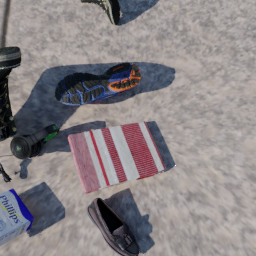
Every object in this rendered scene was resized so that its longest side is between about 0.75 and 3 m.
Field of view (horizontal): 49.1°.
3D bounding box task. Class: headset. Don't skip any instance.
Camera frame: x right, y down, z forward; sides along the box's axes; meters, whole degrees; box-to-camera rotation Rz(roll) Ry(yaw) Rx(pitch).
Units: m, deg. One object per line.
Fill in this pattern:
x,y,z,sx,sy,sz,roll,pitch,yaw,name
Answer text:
-2.551,0.593,7.235,1.851,1.143,0.870,-32,90,-6,headset

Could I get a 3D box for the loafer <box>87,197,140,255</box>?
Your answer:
-0.325,2.314,6.506,1.641,0.517,0.590,43,42,18,loafer

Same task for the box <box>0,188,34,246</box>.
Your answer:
-2.935,2.096,6.462,0.998,0.569,1.085,46,39,20,box

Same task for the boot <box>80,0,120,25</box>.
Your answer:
-0.980,-4.298,9.608,1.194,1.581,0.571,12,58,27,boot

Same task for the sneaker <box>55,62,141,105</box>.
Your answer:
-0.860,-1.141,8.174,2.518,0.988,0.948,-11,80,-3,sneaker

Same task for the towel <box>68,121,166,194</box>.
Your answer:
-0.282,0.681,7.284,2.232,0.254,1.607,-11,63,-22,towel

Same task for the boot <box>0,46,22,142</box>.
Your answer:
-3.119,-0.737,6.790,2.856,2.157,1.031,3,22,45,boot
